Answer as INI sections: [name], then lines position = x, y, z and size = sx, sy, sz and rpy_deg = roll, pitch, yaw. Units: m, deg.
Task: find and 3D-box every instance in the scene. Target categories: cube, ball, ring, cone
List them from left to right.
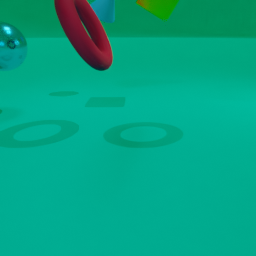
[ball]
position = -3.623, -2.340, 8.080
size = 1.374, 1.374, 1.374
rpy_deg = 0, 20, 0
[ring]
position = -0.971, -2.276, 6.486
size = 0.408, 2.039, 2.039
rpy_deg = -24, 14, 17
[cone]
position = -0.733, -4.619, 10.179
size = 1.076, 1.080, 1.076
rpy_deg = 20, 43, -20
[cube]
position = 1.074, -4.360, 9.146
size = 1.169, 1.169, 1.169
rpy_deg = 29, 29, -8
